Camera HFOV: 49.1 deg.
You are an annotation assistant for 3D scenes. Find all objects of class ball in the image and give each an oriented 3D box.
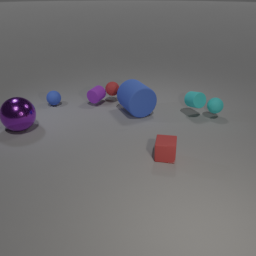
[{"bbox_3d":[-4.449,-0.556,11.329,1.400,1.400,1.400,0,28,0],"label":"ball"},{"bbox_3d":[3.846,-0.990,12.351,0.700,0.700,0.700,0,28,0],"label":"ball"},{"bbox_3d":[-0.775,-1.948,13.904,0.700,0.700,0.700,0,28,0],"label":"ball"},{"bbox_3d":[-3.627,-1.472,13.682,0.700,0.700,0.700,0,28,0],"label":"ball"}]

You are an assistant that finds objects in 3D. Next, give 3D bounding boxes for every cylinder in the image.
[{"bbox_3d":[-1.548,-1.649,13.732,0.700,0.700,0.700,14,34,24],"label":"cylinder"},{"bbox_3d":[0.384,-1.371,12.800,1.400,1.400,1.400,-12,30,-21],"label":"cylinder"},{"bbox_3d":[2.981,-1.255,12.436,0.700,0.700,0.700,-12,16,-22],"label":"cylinder"}]

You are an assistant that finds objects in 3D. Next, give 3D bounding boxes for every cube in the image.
[{"bbox_3d":[1.301,0.711,9.645,0.700,0.700,0.700,4,31,11],"label":"cube"}]
